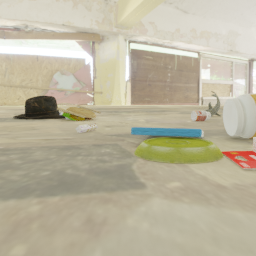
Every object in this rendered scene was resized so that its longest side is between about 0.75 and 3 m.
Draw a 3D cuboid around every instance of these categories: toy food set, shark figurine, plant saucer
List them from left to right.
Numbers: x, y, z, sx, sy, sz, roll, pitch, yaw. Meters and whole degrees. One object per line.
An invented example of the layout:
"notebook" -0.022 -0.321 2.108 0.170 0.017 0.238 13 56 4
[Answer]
"toy food set" -2.229 -0.616 13.022 1.536 0.447 2.225 18 12 13
"plant saucer" 0.854 0.336 4.813 1.499 0.233 1.499 -1 6 0
"shark figurine" 4.617 -1.028 15.127 1.149 1.923 0.803 30 55 12

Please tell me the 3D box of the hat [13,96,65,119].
"hat" -4.427 -1.097 14.477 2.887 1.165 2.887 -1 5 0

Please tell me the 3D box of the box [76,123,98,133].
"box" -1.194 -0.003 8.184 0.173 0.162 0.835 -40 -13 24

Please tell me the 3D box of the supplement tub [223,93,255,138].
"supplement tub" 3.172 -0.311 6.735 1.476 1.068 1.068 -4 6 -1

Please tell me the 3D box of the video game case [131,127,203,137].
"video game case" 0.963 0.105 6.222 1.357 0.169 1.895 2 -1 16

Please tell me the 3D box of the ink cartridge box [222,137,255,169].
"ink cartridge box" 2.147 0.363 4.254 1.148 0.291 1.304 1 6 5

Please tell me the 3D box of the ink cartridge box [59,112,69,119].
"ink cartridge box" -2.749 -0.602 13.785 1.168 0.237 1.166 1 9 -8

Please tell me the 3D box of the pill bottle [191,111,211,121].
"pill bottle" 3.217 -0.534 12.345 0.803 0.450 0.450 -1 6 -20
